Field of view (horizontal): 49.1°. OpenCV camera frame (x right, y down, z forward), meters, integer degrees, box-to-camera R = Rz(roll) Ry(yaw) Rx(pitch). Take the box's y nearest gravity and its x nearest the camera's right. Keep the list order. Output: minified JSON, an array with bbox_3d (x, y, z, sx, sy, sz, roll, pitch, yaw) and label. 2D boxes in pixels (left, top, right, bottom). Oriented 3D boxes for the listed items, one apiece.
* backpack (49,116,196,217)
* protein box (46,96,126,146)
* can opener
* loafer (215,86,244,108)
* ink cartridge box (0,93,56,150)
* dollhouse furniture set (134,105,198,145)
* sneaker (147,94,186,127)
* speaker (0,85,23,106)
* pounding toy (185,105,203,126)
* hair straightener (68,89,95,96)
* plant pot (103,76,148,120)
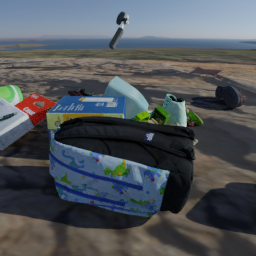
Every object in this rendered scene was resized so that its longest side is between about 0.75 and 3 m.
[{"bbox_3d":[-0.244,0.646,5.675,2.741,2.108,2.236,20,27,0],"label":"backpack"},{"bbox_3d":[-1.076,-0.079,8.178,1.981,1.337,1.967,0,20,1],"label":"protein box"},{"bbox_3d":[-0.404,-4.026,11.620,0.516,1.553,0.409,25,1,4],"label":"can opener"},{"bbox_3d":[4.853,-1.520,12.980,0.798,0.911,2.534,2,17,-5],"label":"loafer"},{"bbox_3d":[-3.734,-0.528,9.319,2.294,0.576,2.644,-41,37,-22],"label":"ink cartridge box"},{"bbox_3d":[1.046,0.306,8.528,1.167,0.894,1.781,-25,60,-38],"label":"dollhouse furniture set"},{"bbox_3d":[1.281,-0.739,10.327,1.944,1.147,0.715,13,25,35],"label":"sneaker"},{"bbox_3d":[-5.664,-1.047,11.269,2.572,1.137,1.137,-18,27,-41],"label":"speaker"},{"bbox_3d":[2.296,-0.343,10.251,0.880,0.408,0.679,46,3,16],"label":"pounding toy"},{"bbox_3d":[-2.131,-1.505,13.604,1.059,0.563,2.753,-10,18,-28],"label":"hair straightener"},{"bbox_3d":[-0.157,-0.692,9.730,1.543,1.515,1.511,26,21,-2],"label":"plant pot"}]
